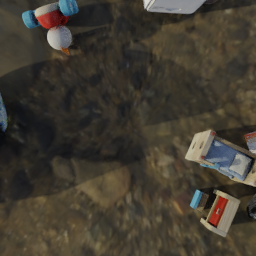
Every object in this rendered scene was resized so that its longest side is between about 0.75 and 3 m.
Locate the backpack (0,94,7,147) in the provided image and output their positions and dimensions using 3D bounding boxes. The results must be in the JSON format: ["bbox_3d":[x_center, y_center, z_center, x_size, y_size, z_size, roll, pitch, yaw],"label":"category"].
[{"bbox_3d":[-3.865,-0.641,6.980,1.685,1.788,2.191,-34,79,-12],"label":"backpack"}]

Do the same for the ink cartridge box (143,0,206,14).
[{"bbox_3d":[1.146,-4.272,7.429,1.563,0.910,2.146,-6,86,-19],"label":"ink cartridge box"}]

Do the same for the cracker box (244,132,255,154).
[{"bbox_3d":[3.659,0.666,7.183,0.867,0.373,1.294,-22,83,41],"label":"cracker box"}]

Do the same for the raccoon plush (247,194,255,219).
[{"bbox_3d":[4.273,2.178,6.934,2.567,1.242,1.720,-39,94,-4],"label":"raccoon plush"}]

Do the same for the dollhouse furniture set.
[{"bbox_3d":[2.073,1.339,6.804,1.474,1.466,2.092,25,85,2],"label":"dollhouse furniture set"}]

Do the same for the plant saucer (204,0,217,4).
[{"bbox_3d":[2.263,-3.878,7.976,0.769,0.123,0.769,0,85,1],"label":"plant saucer"}]

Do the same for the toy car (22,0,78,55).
[{"bbox_3d":[-1.871,-2.623,7.543,1.245,1.195,1.351,-14,114,9],"label":"toy car"}]
